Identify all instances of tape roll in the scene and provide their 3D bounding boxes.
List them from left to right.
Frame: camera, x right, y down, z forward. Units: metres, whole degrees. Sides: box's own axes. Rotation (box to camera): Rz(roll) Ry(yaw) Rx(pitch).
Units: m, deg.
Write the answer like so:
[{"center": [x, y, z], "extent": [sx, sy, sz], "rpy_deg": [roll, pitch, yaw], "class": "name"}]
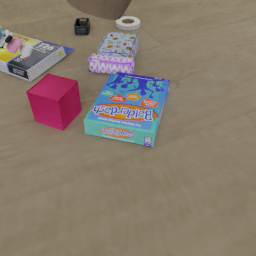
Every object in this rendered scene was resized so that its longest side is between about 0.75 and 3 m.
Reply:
[{"center": [0.007, -4.348, 11.615], "extent": [1.025, 0.187, 1.025], "rpy_deg": [1, 43, -1], "class": "tape roll"}]

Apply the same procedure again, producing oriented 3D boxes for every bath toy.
[{"center": [-2.614, -1.861, 6.303], "extent": [0.457, 1.050, 0.388], "rpy_deg": [-3, 78, 29], "class": "bath toy"}]

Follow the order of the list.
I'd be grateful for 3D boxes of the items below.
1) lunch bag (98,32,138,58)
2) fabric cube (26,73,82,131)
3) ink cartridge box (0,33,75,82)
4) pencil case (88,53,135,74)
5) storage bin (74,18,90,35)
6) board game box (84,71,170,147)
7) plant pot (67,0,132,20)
[{"center": [-0.354, -2.743, 9.628], "extent": [1.291, 0.608, 1.611], "rpy_deg": [6, 44, 11], "class": "lunch bag"}, {"center": [-1.856, -0.683, 7.178], "extent": [0.963, 0.960, 0.945], "rpy_deg": [17, 47, 18], "class": "fabric cube"}, {"center": [-3.451, -2.642, 9.579], "extent": [2.334, 0.555, 2.362], "rpy_deg": [20, 49, 20], "class": "ink cartridge box"}, {"center": [-0.513, -2.001, 8.785], "extent": [1.466, 0.627, 0.615], "rpy_deg": [7, 76, 6], "class": "pencil case"}, {"center": [-1.818, -4.037, 11.152], "extent": [0.547, 0.379, 0.808], "rpy_deg": [0, 44, 0], "class": "storage bin"}, {"center": [0.063, -0.611, 7.414], "extent": [1.738, 0.514, 2.286], "rpy_deg": [10, 44, 11], "class": "board game box"}, {"center": [-0.558, -4.265, 7.276], "extent": [2.794, 2.437, 2.794], "rpy_deg": [15, 30, -9], "class": "plant pot"}]
